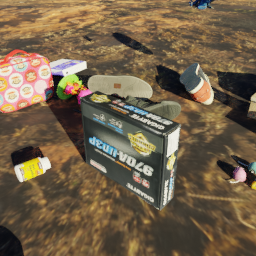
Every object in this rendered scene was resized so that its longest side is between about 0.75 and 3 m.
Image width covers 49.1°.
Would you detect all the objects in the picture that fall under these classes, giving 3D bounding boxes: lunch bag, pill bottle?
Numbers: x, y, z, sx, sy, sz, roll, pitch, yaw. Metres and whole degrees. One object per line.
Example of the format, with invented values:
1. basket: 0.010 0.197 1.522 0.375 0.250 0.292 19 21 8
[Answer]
1. lunch bag: -3.986 -1.829 10.335 2.328 2.050 0.954 -24 39 -34
2. pill bottle: -2.438 1.032 7.196 0.815 0.445 0.445 -21 37 -30

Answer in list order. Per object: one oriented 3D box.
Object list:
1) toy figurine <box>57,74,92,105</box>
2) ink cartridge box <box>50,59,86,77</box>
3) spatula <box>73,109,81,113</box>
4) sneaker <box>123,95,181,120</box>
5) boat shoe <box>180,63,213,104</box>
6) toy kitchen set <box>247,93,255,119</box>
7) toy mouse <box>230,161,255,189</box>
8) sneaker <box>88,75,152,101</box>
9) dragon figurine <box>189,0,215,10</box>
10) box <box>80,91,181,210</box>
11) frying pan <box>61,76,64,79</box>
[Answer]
1. toy figurine: -1.772 -1.293 10.836 1.322 1.078 1.436 34 18 23
2. ink cartridge box: -3.306 -2.845 13.415 1.892 0.414 1.910 16 34 37
3. spatula: -1.623 -0.568 10.162 0.897 0.092 0.253 14 34 21
4. sneaker: 0.609 -0.678 9.586 2.285 0.874 1.309 -14 40 -12
5. boat shoe: 2.857 -1.870 11.580 0.904 1.028 2.888 39 23 -17
6. toy kitchen set: 4.706 -0.585 8.709 1.992 1.625 1.797 23 38 33
7. toy mouse: 3.151 1.123 7.233 1.302 0.252 1.157 -4 32 -6
8. sneaker: -0.279 -1.743 11.303 2.520 0.942 1.339 11 15 -2
9. dragon figurine: 2.580 -4.137 9.208 0.433 0.732 1.473 -13 41 -23
10. box: -0.038 0.443 6.630 2.570 2.042 0.591 25 39 35
11. frying pan: -2.955 -2.499 13.298 0.599 0.161 0.991 -14 37 -23
